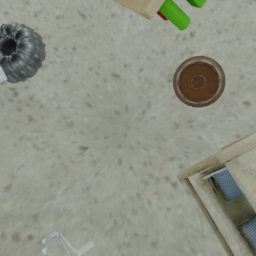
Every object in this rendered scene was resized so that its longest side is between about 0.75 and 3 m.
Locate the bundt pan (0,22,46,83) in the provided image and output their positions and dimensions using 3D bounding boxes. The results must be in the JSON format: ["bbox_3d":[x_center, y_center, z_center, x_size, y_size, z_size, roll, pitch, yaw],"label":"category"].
[{"bbox_3d":[-2.579,-1.727,6.224,1.387,0.521,1.387,-1,82,10],"label":"bundt pan"}]

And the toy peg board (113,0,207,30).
[{"bbox_3d":[0.801,-2.959,5.169,2.130,1.042,2.121,-53,38,14],"label":"toy peg board"}]

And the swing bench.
[{"bbox_3d":[1.742,0.927,3.533,1.091,1.682,1.673,-26,78,-21],"label":"swing bench"}]

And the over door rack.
[{"bbox_3d":[-0.853,2.355,4.589,0.525,1.577,1.165,-32,97,-36],"label":"over door rack"}]

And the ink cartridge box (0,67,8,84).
[{"bbox_3d":[-2.950,-1.577,4.916,0.639,1.523,1.337,-32,53,-13],"label":"ink cartridge box"}]

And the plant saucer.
[{"bbox_3d":[1.050,-0.685,4.178,0.777,0.134,0.777,3,99,16],"label":"plant saucer"}]
